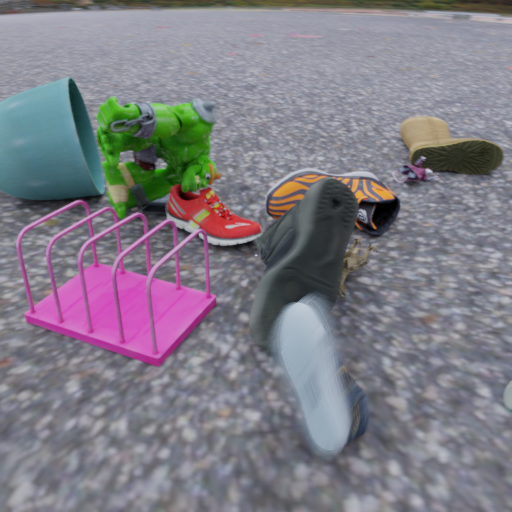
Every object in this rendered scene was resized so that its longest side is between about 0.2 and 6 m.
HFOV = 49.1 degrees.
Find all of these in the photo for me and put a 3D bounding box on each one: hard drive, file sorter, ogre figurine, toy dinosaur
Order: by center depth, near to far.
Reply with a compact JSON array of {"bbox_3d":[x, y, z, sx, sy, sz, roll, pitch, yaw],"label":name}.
[{"bbox_3d":[-2.192,0.260,8.881,2.563,1.607,1.781,13,32,21],"label":"file sorter"},{"bbox_3d":[1.737,0.038,10.139,0.484,0.840,1.661,39,39,-4],"label":"toy dinosaur"},{"bbox_3d":[-1.910,-2.012,10.967,2.193,3.658,1.795,-19,55,-16],"label":"ogre figurine"},{"bbox_3d":[-2.044,-1.345,13.005,0.864,0.204,1.239,4,31,8],"label":"hard drive"}]

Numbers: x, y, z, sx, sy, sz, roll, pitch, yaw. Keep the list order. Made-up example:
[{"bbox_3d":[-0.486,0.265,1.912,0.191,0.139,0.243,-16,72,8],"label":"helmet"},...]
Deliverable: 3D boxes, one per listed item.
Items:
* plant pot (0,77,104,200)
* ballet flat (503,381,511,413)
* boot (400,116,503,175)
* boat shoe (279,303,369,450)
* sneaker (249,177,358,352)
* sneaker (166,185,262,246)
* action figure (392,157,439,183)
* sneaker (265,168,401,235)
[{"bbox_3d":[-4.893,-2.468,12.727,2.158,2.689,2.689,-14,32,-5],"label":"plant pot"},{"bbox_3d":[3.978,1.610,7.651,1.644,0.524,0.554,-19,35,-29],"label":"ballet flat"},{"bbox_3d":[5.295,-3.192,15.481,2.445,0.923,2.792,5,30,9],"label":"boot"},{"bbox_3d":[0.853,1.450,6.971,0.625,1.766,0.801,-24,-17,35],"label":"boat shoe"},{"bbox_3d":[0.586,0.295,9.386,1.206,1.807,3.154,28,61,-12],"label":"sneaker"},{"bbox_3d":[-0.914,-0.875,11.337,2.304,0.978,0.887,19,28,25],"label":"sneaker"},{"bbox_3d":[4.058,-2.029,14.066,1.000,0.745,0.670,-10,72,-42],"label":"action figure"},{"bbox_3d":[1.731,-1.100,11.690,2.901,1.125,1.625,-11,31,-18],"label":"sneaker"}]
